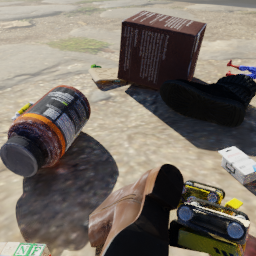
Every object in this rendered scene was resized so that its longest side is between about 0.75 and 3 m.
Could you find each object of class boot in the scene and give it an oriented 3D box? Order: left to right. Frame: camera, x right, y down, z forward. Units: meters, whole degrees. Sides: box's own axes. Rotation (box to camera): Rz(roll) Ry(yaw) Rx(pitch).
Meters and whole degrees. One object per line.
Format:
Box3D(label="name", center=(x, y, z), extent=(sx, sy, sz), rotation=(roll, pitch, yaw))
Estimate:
Box3D(label="boot", center=(-0.281, 1.815, 4.555), extent=(0.804, 2.503, 2.332), rotation=(42, 53, -6))
Box3D(label="boot", center=(2.851, -1.279, 9.864), extent=(3.037, 1.143, 2.271), rotation=(24, 45, 15))

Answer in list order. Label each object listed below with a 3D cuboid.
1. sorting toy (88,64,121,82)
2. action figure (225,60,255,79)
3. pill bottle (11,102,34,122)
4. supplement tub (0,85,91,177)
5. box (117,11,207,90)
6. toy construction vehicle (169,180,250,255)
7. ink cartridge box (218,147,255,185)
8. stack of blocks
Box3D(label="sorting toy", center=(-0.987, -2.488, 12.622), extent=(1.513, 0.301, 2.047), rotation=(-10, 34, -19))
Box3D(label="action figure", center=(5.717, -2.454, 12.007), extent=(2.597, 0.847, 1.285), rotation=(26, 51, 34))
Box3D(label="pill bottle", center=(-3.297, -0.436, 8.997), extent=(0.460, 0.460, 0.817), rotation=(28, 63, 36))
Box3D(label="supplement tub", center=(-2.174, 0.028, 7.579), extent=(1.509, 1.509, 2.822), rotation=(9, 34, 14))
Box3D(label="box", center=(1.357, -3.154, 11.467), extent=(2.900, 2.406, 2.381), rotation=(18, 35, 14))
Box3D(label="toy construction vehicle", center=(1.871, 1.772, 4.704), extent=(2.792, 0.983, 2.431), rotation=(11, 1, 28))
Box3D(label="ink cartridge box", center=(2.846, 0.940, 7.213), extent=(0.594, 0.347, 1.024), rotation=(-13, 35, -20))
Box3D(label="stack of blocks", center=(-1.548, 2.419, 4.422), extent=(1.760, 0.515, 1.013), rotation=(-4, 31, 16))
